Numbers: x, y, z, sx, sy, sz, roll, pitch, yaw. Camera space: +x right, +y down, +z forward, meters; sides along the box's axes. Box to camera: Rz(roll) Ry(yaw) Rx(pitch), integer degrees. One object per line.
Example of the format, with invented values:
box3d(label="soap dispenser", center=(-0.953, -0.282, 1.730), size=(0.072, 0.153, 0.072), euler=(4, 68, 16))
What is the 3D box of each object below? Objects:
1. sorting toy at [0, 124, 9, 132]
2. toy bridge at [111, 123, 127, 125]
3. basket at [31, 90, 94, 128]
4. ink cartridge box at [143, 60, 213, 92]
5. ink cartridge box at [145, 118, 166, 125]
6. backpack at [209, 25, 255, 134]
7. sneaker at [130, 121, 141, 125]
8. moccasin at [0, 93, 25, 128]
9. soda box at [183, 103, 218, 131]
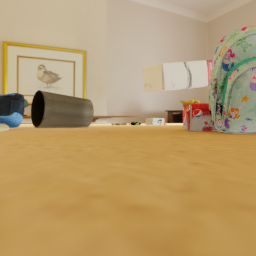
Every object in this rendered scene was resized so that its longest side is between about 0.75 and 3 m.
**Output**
box3d(label="sorting toy", center=(-3.561, -0.054, 6.005), size=(1.568, 0.282, 2.104), euler=(0, 1, -13))
box3d(label="toy bridge", center=(-0.574, -0.232, 17.323), size=(1.100, 0.150, 0.370), euler=(-1, 1, -38))
box3d(label="basket", center=(-2.426, -0.629, 10.546), size=(1.987, 1.351, 1.792), euler=(4, -2, -34))
box3d(label="ink cartridge box", center=(2.389, -2.391, 12.934), size=(2.870, 1.188, 2.102), euler=(-8, 8, -20))
box3d(label="ink cartridge box", center=(1.951, -0.425, 18.705), size=(1.391, 0.468, 0.808), euler=(0, 1, -34))
box3d(label="backpack", center=(2.412, -0.854, 5.180), size=(1.744, 1.964, 1.479), euler=(1, 21, 7))
box3d(label="sneaker", center=(0.473, -0.239, 17.330), size=(0.753, 0.270, 0.312), euler=(-1, 26, -8))
box3d(label="moccasin", center=(-4.088, -0.550, 8.207), size=(2.852, 0.973, 1.148), euler=(4, -21, 20))
box3d(label="soda box", center=(1.859, -0.265, 7.270), size=(0.723, 0.655, 2.065), euler=(0, 2, 7))
